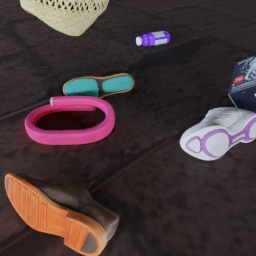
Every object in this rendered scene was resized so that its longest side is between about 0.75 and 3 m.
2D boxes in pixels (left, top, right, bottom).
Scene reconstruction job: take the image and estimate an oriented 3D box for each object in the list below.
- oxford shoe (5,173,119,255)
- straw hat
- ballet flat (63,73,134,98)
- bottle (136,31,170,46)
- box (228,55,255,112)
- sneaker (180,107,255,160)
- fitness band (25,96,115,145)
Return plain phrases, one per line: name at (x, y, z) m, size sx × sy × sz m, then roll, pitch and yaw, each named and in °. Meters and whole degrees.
oxford shoe at (-1.278, 1.435, 5.210) m, size 2.371 × 0.845 × 0.864 m, roll 26°, pitch 28°, yaw 19°
straw hat at (-0.867, -2.029, 3.981) m, size 2.888 × 1.222 × 2.888 m, roll 14°, pitch 32°, yaw -9°
ballet flat at (-0.911, -1.259, 8.735) m, size 2.194 × 0.753 × 0.692 m, roll -8°, pitch 11°, yaw -13°
bottle at (1.066, -3.811, 11.984) m, size 1.431 × 0.467 × 0.598 m, roll -15°, pitch 43°, yaw -19°
box at (3.830, -1.352, 7.693) m, size 1.695 × 0.883 × 1.544 m, roll -17°, pitch 34°, yaw 43°
sneaker at (2.162, 0.062, 6.915) m, size 2.423 × 0.907 × 1.207 m, roll -14°, pitch 29°, yaw -26°
fitness band at (-1.533, -0.247, 7.500) m, size 2.353 × 0.440 × 1.690 m, roll -2°, pitch 39°, yaw -1°
